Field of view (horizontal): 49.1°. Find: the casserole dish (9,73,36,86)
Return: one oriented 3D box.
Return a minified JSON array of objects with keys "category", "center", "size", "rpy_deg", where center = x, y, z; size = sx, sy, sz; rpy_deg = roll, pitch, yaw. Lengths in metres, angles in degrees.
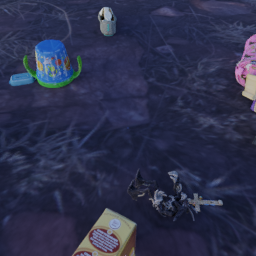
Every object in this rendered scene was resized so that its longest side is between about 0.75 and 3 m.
[{"category":"casserole dish","center":[-3.778,-1.760,9.984],"size":[0.928,0.180,0.562],"rpy_deg":[-12,44,-12]}]

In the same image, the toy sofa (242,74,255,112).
[{"category":"toy sofa","center":[4.912,-1.095,8.862],"size":[2.261,1.103,0.936],"rpy_deg":[2,18,3]}]

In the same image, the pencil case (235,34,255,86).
[{"category":"pencil case","center":[4.657,-2.489,10.143],"size":[1.065,1.113,2.573],"rpy_deg":[-10,32,39]}]

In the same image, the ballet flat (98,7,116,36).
[{"category":"ballet flat","center":[-0.958,-5.259,13.286],"size":[0.875,0.827,2.596],"rpy_deg":[-5,43,-6]}]

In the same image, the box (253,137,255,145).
[{"category":"box","center":[4.635,0.232,7.358],"size":[2.057,0.811,1.452],"rpy_deg":[29,47,27]}]

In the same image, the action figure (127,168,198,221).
[{"category":"action figure","center":[0.784,1.434,6.102],"size":[1.545,0.788,0.918],"rpy_deg":[18,35,21]}]

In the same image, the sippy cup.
[{"category":"sippy cup","center":[-2.602,-2.288,9.704],"size":[1.748,1.281,1.372],"rpy_deg":[-26,50,-23]}]

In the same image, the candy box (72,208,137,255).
[{"category":"candy box","center":[-0.694,2.613,4.366],"size":[0.665,1.373,2.354],"rpy_deg":[21,47,21]}]

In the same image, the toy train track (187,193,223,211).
[{"category":"toy train track","center":[1.731,1.653,6.326],"size":[0.805,0.131,0.462],"rpy_deg":[3,43,2]}]
